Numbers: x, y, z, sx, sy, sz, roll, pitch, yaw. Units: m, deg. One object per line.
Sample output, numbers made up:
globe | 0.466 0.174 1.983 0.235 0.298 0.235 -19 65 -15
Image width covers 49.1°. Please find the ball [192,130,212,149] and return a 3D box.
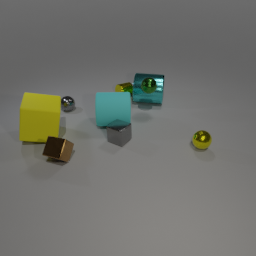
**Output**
ball | 2.712 0.427 10.260 0.700 0.700 0.700 0 32 0

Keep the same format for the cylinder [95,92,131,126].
cylinder | -0.611 -0.785 11.685 1.400 1.400 1.400 -1 32 -2

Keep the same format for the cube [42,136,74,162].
cube | -2.393 0.731 9.654 0.700 0.700 0.700 11 77 17

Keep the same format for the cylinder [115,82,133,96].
cylinder | -0.184 -1.919 14.157 0.700 0.700 0.700 -18 36 -33

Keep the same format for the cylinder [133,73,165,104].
cylinder | 1.010 -1.906 13.499 1.400 1.400 1.400 5 32 7

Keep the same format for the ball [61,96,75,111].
ball | -2.786 -1.126 12.909 0.700 0.700 0.700 0 32 0

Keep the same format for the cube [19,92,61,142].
cube | -3.377 -0.402 10.843 1.400 1.400 1.400 5 30 -15

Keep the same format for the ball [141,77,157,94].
ball | 0.905 -1.824 12.072 0.700 0.700 0.700 0 32 0

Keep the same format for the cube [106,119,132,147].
cube | -0.332 0.175 10.786 0.700 0.700 0.700 18 37 29
